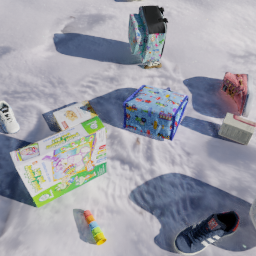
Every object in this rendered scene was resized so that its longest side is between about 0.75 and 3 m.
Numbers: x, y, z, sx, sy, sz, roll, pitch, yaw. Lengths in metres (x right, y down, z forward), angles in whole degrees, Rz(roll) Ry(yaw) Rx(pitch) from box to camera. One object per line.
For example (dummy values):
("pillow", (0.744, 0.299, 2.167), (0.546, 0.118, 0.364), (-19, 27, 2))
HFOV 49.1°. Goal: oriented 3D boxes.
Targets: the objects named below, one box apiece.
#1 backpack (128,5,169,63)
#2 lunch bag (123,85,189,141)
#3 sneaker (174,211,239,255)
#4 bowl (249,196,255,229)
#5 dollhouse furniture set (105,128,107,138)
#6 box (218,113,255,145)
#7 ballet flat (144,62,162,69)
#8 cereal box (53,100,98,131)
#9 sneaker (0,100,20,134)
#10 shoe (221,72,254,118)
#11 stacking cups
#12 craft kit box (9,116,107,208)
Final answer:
("backpack", (0.903, -4.242, 13.167), (1.753, 2.328, 2.067), (-9, 56, -2))
("lunch bag", (1.221, -0.966, 11.159), (2.010, 1.256, 2.670), (16, 41, 17))
("sneaker", (2.232, 2.851, 7.876), (2.038, 0.861, 0.764), (-20, 52, -16))
("bowl", (4.026, 2.461, 7.760), (0.680, 1.821, 1.818), (-20, 12, 43))
("dollhouse furniture set", (-1.189, 0.188, 10.666), (0.579, 0.443, 0.883), (-16, 22, -22))
("box", (4.079, 0.033, 10.448), (1.135, 0.726, 0.618), (24, 53, 20))
("ballet flat", (1.203, -3.016, 13.409), (0.875, 0.316, 0.297), (-3, 49, -3))
("cereal box", (-2.090, -0.468, 11.167), (1.515, 0.299, 1.090), (-24, 53, -20))
("sneaker", (-4.725, -0.415, 10.928), (0.615, 0.620, 1.711), (-25, 55, -22))
("shoe", (4.489, -1.452, 11.672), (1.208, 0.949, 2.656), (13, 45, 13))
("stacking cups", (-0.981, 2.888, 8.237), (0.326, 0.326, 1.079), (-21, 49, -18))
("craft kit box", (-1.843, 1.068, 8.311), (2.527, 2.559, 0.621), (-23, 56, -19))
